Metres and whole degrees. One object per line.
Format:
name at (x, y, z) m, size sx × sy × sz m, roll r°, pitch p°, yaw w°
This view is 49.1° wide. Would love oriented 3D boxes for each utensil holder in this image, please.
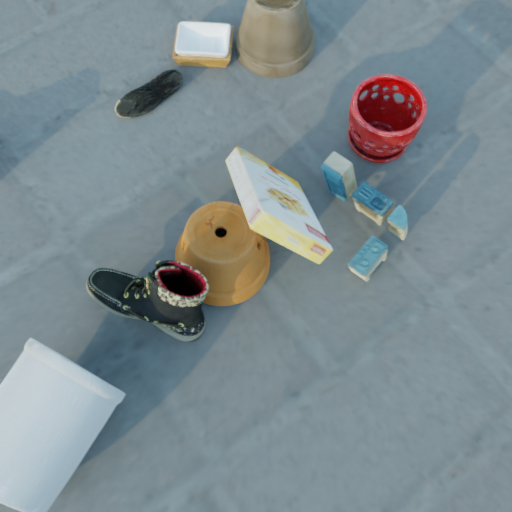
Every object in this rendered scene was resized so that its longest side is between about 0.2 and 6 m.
utensil holder at (-3.166, 2.471, 8.229) m, size 1.664 × 1.664 × 1.958 m, roll 27°, pitch 73°, yaw 11°

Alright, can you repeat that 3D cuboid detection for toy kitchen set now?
toy kitchen set at (1.633, -0.664, 9.797) m, size 1.744 × 1.028 × 1.397 m, roll 39°, pitch 84°, yaw 24°

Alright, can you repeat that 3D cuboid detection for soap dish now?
soap dish at (-1.095, -4.392, 11.690) m, size 1.188 × 0.483 × 0.935 m, roll 3°, pitch 67°, yaw 2°

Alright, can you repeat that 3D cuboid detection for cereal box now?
cereal box at (0.346, -0.876, 9.303) m, size 0.411 × 1.495 × 2.078 m, roll -49°, pitch 36°, yaw 23°

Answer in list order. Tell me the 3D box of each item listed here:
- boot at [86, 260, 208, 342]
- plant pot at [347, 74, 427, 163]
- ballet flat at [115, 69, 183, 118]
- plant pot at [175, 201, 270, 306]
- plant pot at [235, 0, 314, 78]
boot at (-1.704, 0.473, 8.809) m, size 2.128 × 1.607 × 0.768 m, roll 25°, pitch 59°, yaw 3°
plant pot at (2.367, -2.471, 10.479) m, size 1.351 × 1.231 × 1.351 m, roll 0°, pitch 67°, yaw 0°
ballet flat at (-2.156, -3.250, 11.318) m, size 1.569 × 0.521 × 0.446 m, roll -35°, pitch 30°, yaw -14°
plant pot at (-0.579, -0.133, 9.486) m, size 1.687 × 1.181 × 1.687 m, roll 1°, pitch 65°, yaw -1°
plant pot at (0.397, -4.723, 11.308) m, size 1.682 × 1.460 × 1.682 m, roll 0°, pitch 68°, yaw 0°
